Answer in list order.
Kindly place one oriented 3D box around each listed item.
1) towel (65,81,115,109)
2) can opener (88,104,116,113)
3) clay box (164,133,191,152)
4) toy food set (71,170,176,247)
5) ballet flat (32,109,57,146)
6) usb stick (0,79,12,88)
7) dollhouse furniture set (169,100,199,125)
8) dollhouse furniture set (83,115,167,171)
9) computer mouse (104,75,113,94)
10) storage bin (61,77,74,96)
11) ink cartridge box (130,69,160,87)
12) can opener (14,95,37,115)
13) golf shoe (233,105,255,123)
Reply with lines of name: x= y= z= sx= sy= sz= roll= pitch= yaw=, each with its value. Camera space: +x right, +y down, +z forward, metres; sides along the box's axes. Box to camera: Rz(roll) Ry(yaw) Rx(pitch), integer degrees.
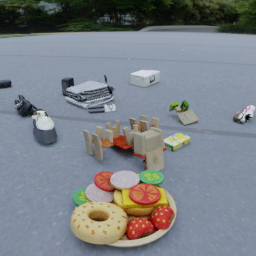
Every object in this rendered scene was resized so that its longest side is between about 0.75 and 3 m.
towel: x=-2.023 y=-1.863 z=14.818 sx=2.162 sy=0.925 sz=1.790 roll=-22 pitch=32 yaw=-39
can opener: x=-1.255 y=-0.919 z=13.578 sx=1.360 sy=0.358 sz=0.452 roll=-6 pitch=-10 yaw=-16
clay box: x=1.815 y=0.503 z=10.464 sx=1.067 sy=0.254 sz=0.613 roll=-20 pitch=31 yaw=-37
toy food set: x=-0.104 y=1.876 z=7.017 sx=2.601 sy=0.633 sz=2.575 roll=-3 pitch=25 yaw=-4
ballet flat: x=-3.404 y=-0.163 z=11.201 sx=0.908 sy=0.908 sz=2.485 roll=-10 pitch=27 yaw=-21
usb stick: x=-8.500 y=-2.562 z=16.911 sx=2.767 sy=0.451 sz=0.767 roll=-13 pitch=28 yaw=-25
dollhouse furniture set: x=2.502 y=-0.537 z=12.701 sx=0.840 sy=0.644 sz=1.283 roll=-17 pitch=58 yaw=-20
dollhouse furniture set: x=0.116 y=0.560 z=9.637 sx=2.541 sy=1.309 sz=2.514 roll=-16 pitch=18 yaw=-31
computer mouse: x=-0.945 y=-2.121 z=13.709 sx=0.192 sy=1.125 sz=0.330 roll=-12 pitch=44 yaw=7
storage bin: x=-3.376 y=-2.332 z=15.812 sx=0.446 sy=0.950 sz=0.642 roll=7 pitch=26 yaw=16
ink cartridge box: x=1.098 y=-3.238 z=18.042 sx=1.258 sy=0.730 sz=1.705 roll=19 pitch=32 yaw=35
can opener: x=-5.167 y=-1.106 z=13.655 sx=0.758 sy=0.941 sz=2.392 roll=-50 pitch=38 yaw=-9
golf shoe: x=5.366 y=-0.584 z=12.585 sx=1.439 sy=0.522 sz=0.663 roll=-28 pitch=40 yaw=-31
